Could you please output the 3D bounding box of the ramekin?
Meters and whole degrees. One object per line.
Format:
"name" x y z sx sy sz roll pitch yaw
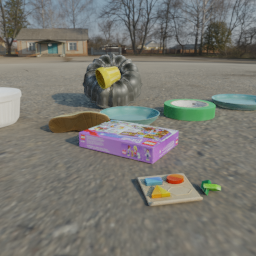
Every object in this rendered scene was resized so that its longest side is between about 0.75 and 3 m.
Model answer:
"ramekin" -5.361 -0.767 10.622 2.607 1.214 2.607 0 16 0

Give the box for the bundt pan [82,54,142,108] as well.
"bundt pan" -0.713 -2.353 13.203 2.916 1.094 2.916 2 61 -4

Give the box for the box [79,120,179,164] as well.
"box" 0.028 0.314 8.277 2.462 0.481 1.685 10 19 31

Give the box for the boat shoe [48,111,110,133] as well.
"boat shoe" -1.665 -0.267 9.780 2.097 0.747 0.677 -1 17 0

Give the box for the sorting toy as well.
"sorting toy" 1.065 1.181 5.830 1.568 0.231 1.159 -4 17 -11

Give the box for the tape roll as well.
"tape roll" 2.616 -0.808 11.999 2.147 0.516 2.147 0 16 0

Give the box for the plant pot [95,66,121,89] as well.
"plant pot" -0.822 -2.222 11.994 0.855 0.908 0.908 -25 25 -21

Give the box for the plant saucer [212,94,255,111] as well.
"plant saucer" 5.560 -1.279 13.815 2.787 0.382 2.787 -1 16 0

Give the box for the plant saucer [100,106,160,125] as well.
"plant saucer" 0.059 -0.412 10.843 2.319 0.417 2.319 1 17 0
